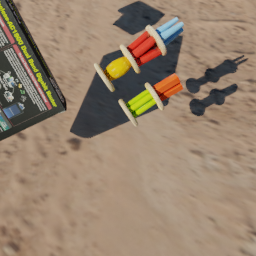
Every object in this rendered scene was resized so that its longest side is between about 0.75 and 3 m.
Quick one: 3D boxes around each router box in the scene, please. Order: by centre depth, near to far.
[{"bbox_3d":[-2.720,-1.167,4.930,2.186,2.917,0.906,-25,22,-2],"label":"router box"}]

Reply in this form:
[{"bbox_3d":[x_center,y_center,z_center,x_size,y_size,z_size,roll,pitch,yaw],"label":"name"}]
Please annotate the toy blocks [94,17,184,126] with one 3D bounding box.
[{"bbox_3d":[0.486,-1.091,5.317,1.774,0.644,1.479,-34,101,5],"label":"toy blocks"}]
